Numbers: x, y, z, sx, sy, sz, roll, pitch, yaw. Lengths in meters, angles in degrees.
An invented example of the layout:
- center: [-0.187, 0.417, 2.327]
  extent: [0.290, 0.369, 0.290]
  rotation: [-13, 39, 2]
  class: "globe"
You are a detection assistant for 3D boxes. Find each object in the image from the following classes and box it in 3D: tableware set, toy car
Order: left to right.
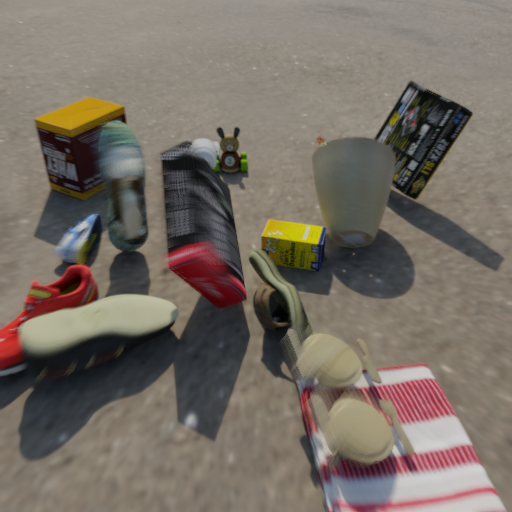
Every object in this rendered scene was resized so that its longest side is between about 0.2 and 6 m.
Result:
- center: [-0.620, -2.508, 13.006]
  extent: [0.816, 0.994, 0.784]
  rotation: [-2, 35, -2]
  class: "toy car"
- center: [1.070, 1.789, 7.060]
  extent: [1.249, 0.379, 1.889]
  rotation: [11, 36, -25]
  class: "tableware set"

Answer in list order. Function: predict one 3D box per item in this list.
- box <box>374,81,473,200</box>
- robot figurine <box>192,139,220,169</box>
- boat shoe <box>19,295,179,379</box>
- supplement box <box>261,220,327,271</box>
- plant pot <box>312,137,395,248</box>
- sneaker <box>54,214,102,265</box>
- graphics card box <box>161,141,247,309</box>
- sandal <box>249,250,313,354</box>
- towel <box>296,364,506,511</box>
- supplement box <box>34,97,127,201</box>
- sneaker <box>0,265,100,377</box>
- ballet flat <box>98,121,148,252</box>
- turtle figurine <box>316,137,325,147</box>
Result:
- center: [3.299, -2.444, 11.769]
  extent: [0.504, 2.041, 1.629]
  rotation: [16, 23, -35]
  class: "box"
- center: [-1.059, -1.986, 11.158]
  extent: [0.779, 0.519, 0.919]
  rotation: [-34, 32, 15]
  class: "robot figurine"
- center: [-2.201, 1.123, 8.068]
  extent: [2.296, 0.719, 0.840]
  rotation: [-12, 38, -36]
  class: "boat shoe"
- center: [0.674, -0.193, 10.067]
  extent: [1.086, 0.591, 0.595]
  rotation: [8, 36, 12]
  class: "supplement box"
- center: [1.810, -1.069, 10.462]
  extent: [1.576, 1.576, 1.683]
  rotation: [3, 68, 4]
  class: "plant pot"
- center: [-3.271, -0.363, 10.403]
  extent: [0.564, 0.507, 1.372]
  rotation: [2, 33, 9]
  class: "sneaker"
- center: [-0.842, -0.500, 8.900]
  extent: [0.600, 1.480, 2.359]
  rotation: [-21, 54, 17]
  class: "graphics card box"
- center: [0.290, 0.760, 8.615]
  extent: [0.678, 0.944, 2.378]
  rotation: [-26, 33, -6]
  class: "sandal"
- center: [1.662, 2.364, 6.701]
  extent: [1.956, 0.309, 2.716]
  rotation: [-4, 35, -7]
  class: "towel"
- center: [-3.710, -2.363, 12.250]
  extent: [1.075, 1.619, 1.597]
  rotation: [19, 40, 25]
  class: "supplement box"
- center: [-3.264, 0.852, 8.278]
  extent: [0.854, 0.941, 2.217]
  rotation: [17, 39, 23]
  class: "sneaker"
- center: [-2.270, -1.198, 9.913]
  extent: [0.868, 2.340, 0.868]
  rotation: [-5, 14, 1]
  class: "ballet flat"
- center: [2.196, -2.214, 12.778]
  extent: [1.671, 0.538, 1.347]
  rotation: [18, 42, -31]
  class: "turtle figurine"
